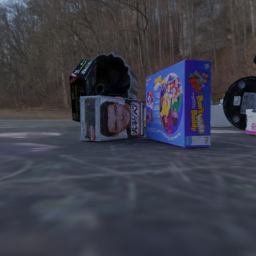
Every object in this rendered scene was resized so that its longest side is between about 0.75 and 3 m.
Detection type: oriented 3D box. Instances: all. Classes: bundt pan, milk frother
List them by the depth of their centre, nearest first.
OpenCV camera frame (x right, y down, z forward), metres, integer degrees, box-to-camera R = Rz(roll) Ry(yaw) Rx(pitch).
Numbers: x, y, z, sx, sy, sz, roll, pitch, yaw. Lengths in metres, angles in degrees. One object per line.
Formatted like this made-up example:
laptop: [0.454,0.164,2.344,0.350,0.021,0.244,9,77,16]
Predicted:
milk frother: [4.152,-0.742,7.352,2.343,2.114,2.204,34,24,34]
bundt pan: [-0.784,-1.348,10.907,2.907,2.907,1.091,1,-11,34]

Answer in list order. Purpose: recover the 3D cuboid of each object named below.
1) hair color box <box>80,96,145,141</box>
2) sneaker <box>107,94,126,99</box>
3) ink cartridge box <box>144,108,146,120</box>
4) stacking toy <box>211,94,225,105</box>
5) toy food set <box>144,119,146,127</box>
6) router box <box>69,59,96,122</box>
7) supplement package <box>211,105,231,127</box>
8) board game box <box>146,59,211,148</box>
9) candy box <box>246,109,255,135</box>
hair color box: [-0.203,-0.149,4.517,0.398,0.649,1.311,1,3,32]
sneaker: [-0.359,-0.404,7.426,0.843,0.950,2.249,-1,2,-12]
ink cartridge box: [1.879,-0.636,14.986,1.479,0.852,2.554,1,2,21]
stacking toy: [3.914,-0.702,10.861,1.683,0.395,1.269,45,-13,-16]
toy food set: [1.567,-0.411,9.859,2.373,0.775,1.396,-1,2,-20]
router box: [-1.621,-1.370,10.359,0.593,1.907,1.429,9,37,6]
supplement package: [3.191,-0.434,10.256,1.018,0.793,0.564,-1,2,-26]
board game box: [0.618,-0.299,3.882,0.333,0.999,1.486,0,3,-14]
candy box: [3.344,-0.120,5.410,1.708,0.521,1.165,-1,2,-24]
